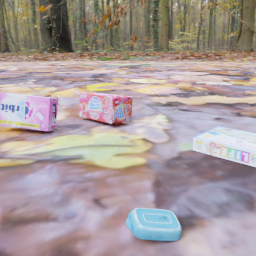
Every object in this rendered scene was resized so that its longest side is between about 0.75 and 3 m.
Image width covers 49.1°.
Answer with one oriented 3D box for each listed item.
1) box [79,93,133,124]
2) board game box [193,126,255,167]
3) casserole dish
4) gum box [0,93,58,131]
[{"bbox_3d":[-0.737,-0.674,9.023,0.857,0.820,1.719,-8,14,-43],"label":"box"},{"bbox_3d":[2.691,0.422,6.392,1.979,0.339,1.331,15,21,41],"label":"board game box"},{"bbox_3d":[0.362,1.223,3.629,0.778,0.151,0.471,11,24,-18],"label":"casserole dish"},{"bbox_3d":[-2.791,-0.463,7.987,1.623,0.921,0.537,6,5,11],"label":"gum box"}]
